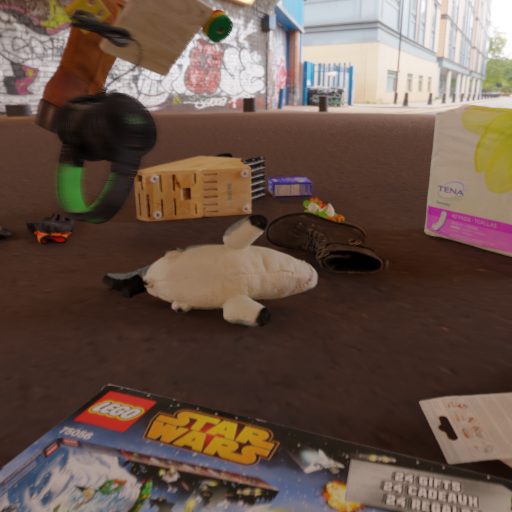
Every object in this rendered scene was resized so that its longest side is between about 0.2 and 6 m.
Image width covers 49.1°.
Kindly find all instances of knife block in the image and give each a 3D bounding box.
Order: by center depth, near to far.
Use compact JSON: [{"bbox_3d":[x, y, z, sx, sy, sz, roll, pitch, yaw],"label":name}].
[{"bbox_3d":[-1.297,-1.785,13.482,3.417,1.093,3.000,-6,18,-16],"label":"knife block"}]

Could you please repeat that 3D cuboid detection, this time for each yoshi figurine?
[{"bbox_3d":[1.319,-0.788,11.622,0.566,0.568,1.011,-45,47,-6],"label":"yoshi figurine"}]

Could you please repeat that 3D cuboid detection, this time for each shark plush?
[{"bbox_3d":[-0.723,0.460,7.654,2.995,1.361,1.247,-16,-8,17],"label":"shark plush"}]

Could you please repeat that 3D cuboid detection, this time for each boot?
[{"bbox_3d":[1.089,-0.194,9.210,1.961,0.679,1.707,4,17,4],"label":"boot"},{"bbox_3d":[-2.778,-3.391,10.196,0.869,2.537,2.388,31,14,22],"label":"boot"}]

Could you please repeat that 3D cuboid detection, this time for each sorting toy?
[{"bbox_3d":[-1.595,-3.509,8.297,2.750,1.326,0.465,1,49,-57],"label":"sorting toy"}]

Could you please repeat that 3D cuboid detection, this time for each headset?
[{"bbox_3d":[-2.042,-1.665,7.002,1.528,2.474,1.162,14,0,45],"label":"headset"}]

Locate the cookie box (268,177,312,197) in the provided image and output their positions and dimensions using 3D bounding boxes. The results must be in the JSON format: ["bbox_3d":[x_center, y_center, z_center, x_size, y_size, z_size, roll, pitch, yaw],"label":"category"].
[{"bbox_3d":[0.879,-1.814,14.703,1.021,0.384,0.873,-2,18,-6],"label":"cookie box"}]

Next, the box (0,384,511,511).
[{"bbox_3d":[-0.088,1.806,2.994,3.333,0.665,2.282,7,19,22],"label":"box"}]

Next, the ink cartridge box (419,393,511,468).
[{"bbox_3d":[2.035,1.510,4.702,1.108,0.262,0.887,-6,18,2],"label":"ink cartridge box"}]

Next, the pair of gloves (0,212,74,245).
[{"bbox_3d":[-4.669,-0.537,10.966,2.125,0.263,1.893,-5,18,-17],"label":"pair of gloves"}]

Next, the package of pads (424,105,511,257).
[{"bbox_3d":[4.497,-1.297,9.668,1.095,2.480,3.210,-11,21,-35],"label":"package of pads"}]
